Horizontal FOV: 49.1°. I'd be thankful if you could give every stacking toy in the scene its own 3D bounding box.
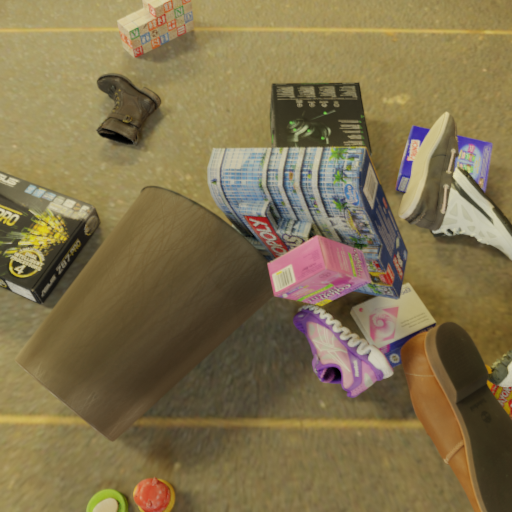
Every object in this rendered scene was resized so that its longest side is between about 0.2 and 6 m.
[{"bbox_3d":[-1.945,4.067,8.332,1.352,0.631,1.494,-1,58,-1],"label":"stacking toy"}]

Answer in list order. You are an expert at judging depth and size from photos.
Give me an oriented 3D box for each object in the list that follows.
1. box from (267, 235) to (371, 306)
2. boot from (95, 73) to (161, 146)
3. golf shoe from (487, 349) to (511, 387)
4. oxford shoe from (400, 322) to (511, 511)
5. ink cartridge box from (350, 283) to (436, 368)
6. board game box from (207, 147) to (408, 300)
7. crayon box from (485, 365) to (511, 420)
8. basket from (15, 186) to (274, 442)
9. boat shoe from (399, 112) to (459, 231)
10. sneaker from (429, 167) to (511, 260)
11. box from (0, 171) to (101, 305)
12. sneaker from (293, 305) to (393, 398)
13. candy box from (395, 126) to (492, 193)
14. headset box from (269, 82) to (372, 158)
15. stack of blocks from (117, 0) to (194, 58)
[{"bbox_3d":[0.916,0.248,8.121,1.109,0.976,0.536,15,55,-45],"label":"box"},{"bbox_3d":[-3.208,-3.350,12.873,1.804,0.624,1.570,22,61,10],"label":"boot"},{"bbox_3d":[5.077,1.723,9.311,2.668,1.030,1.175,-17,57,-21],"label":"golf shoe"},{"bbox_3d":[3.285,2.843,8.898,1.229,1.228,3.445,-6,71,-34],"label":"oxford shoe"},{"bbox_3d":[2.591,1.265,10.262,1.260,0.278,1.283,-22,60,-13],"label":"ink cartridge box"},{"bbox_3d":[0.554,-0.472,9.329,3.265,3.267,1.007,4,66,28],"label":"board game box"},{"bbox_3d":[3.904,2.339,9.565,1.312,0.333,0.833,29,63,17],"label":"crayon box"},{"bbox_3d":[-1.893,1.005,9.263,3.196,2.410,3.544,29,66,25],"label":"basket"},{"bbox_3d":[2.660,-1.229,8.277,0.576,0.676,2.021,29,64,-6],"label":"boat shoe"},{"bbox_3d":[4.256,-0.574,11.197,2.210,1.271,0.834,50,26,0],"label":"sneaker"},{"bbox_3d":[-4.788,-0.459,11.089,2.649,0.650,2.135,21,58,13],"label":"box"},{"bbox_3d":[1.233,1.615,9.446,0.944,0.859,2.136,-45,42,-10],"label":"sneaker"},{"bbox_3d":[3.989,-1.898,11.956,1.734,0.668,1.466,17,62,9],"label":"candy box"},{"bbox_3d":[1.337,-2.587,12.143,1.988,1.059,2.283,-2,59,-2],"label":"headset box"},{"bbox_3d":[-2.538,-5.985,14.209,1.891,1.089,0.554,-35,65,-19],"label":"stack of blocks"}]
